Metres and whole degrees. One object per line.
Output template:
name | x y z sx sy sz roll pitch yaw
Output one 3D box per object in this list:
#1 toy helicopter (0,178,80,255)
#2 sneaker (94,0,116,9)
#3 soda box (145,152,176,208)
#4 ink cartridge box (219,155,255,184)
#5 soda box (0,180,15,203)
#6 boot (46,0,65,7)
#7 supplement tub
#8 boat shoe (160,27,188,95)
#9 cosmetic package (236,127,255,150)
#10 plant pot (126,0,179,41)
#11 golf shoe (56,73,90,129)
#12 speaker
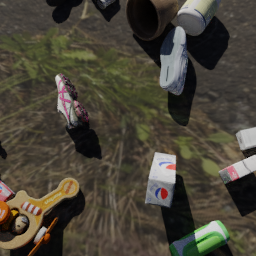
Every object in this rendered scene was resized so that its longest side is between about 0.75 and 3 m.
toy helicopter | -2.764 2.698 8.874 2.969 1.171 1.963 -33 69 -22
sneaker | -1.128 -5.969 11.933 1.039 0.675 1.799 -30 85 -14
soda box | 1.046 1.488 8.550 0.732 2.307 0.788 9 104 8
ink cartridge box | 3.751 1.397 9.385 1.136 0.832 0.470 -22 73 -7
soda box | -4.446 1.967 9.427 1.290 0.409 0.451 38 76 11
boot | -3.052 -5.913 11.964 1.099 0.583 1.670 43 66 16
supplement tub | 2.838 -4.702 11.153 1.232 1.232 1.699 33 75 10
boat shoe | 1.786 -2.508 10.672 0.992 0.900 2.696 -2 67 43
cosmetic package | 4.535 0.328 9.935 1.149 0.466 0.648 -10 73 -4
plant pot | 1.081 -4.575 11.012 1.605 1.840 1.840 -35 75 -30
golf shoe | -2.204 -0.974 9.913 0.968 0.763 2.103 -30 72 12
speaker | 2.211 3.585 8.714 1.791 0.792 0.792 -24 74 -8
